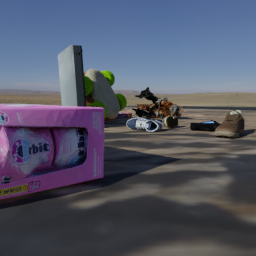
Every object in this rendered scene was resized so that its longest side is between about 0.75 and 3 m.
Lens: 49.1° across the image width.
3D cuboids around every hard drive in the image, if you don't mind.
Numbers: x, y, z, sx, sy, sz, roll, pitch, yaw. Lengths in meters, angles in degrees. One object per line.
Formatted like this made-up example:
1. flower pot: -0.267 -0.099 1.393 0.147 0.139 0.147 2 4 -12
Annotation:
1. hard drive: -1.743 -1.211 8.738 0.390 2.370 1.654 -6 6 -26

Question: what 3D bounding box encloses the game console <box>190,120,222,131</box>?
1. game console: 2.434 -0.092 8.570 1.072 0.219 1.817 1 6 10

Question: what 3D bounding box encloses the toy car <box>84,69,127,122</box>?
1. toy car: -1.827 -0.948 11.422 2.691 2.124 2.211 -25 5 29

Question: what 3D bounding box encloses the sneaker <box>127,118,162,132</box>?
1. sneaker: 0.420 -0.090 7.855 1.038 0.364 0.563 4 5 13

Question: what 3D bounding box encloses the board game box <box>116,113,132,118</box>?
1. board game box: -1.124 -0.580 13.228 2.443 0.238 1.258 -5 7 -42

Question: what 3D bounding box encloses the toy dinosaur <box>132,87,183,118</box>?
1. toy dinosaur: 1.266 -0.882 13.175 1.873 1.410 2.759 13 -22 -36

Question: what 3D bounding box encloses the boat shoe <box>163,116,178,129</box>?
1. boat shoe: 1.268 -0.165 8.737 0.352 0.398 1.086 -7 -3 28

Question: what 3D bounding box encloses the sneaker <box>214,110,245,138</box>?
1. sneaker: 2.527 -0.128 6.967 0.573 0.615 1.627 3 6 29

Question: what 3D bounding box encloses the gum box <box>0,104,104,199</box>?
1. gum box: -1.544 0.127 3.360 2.500 0.827 1.419 5 7 42
